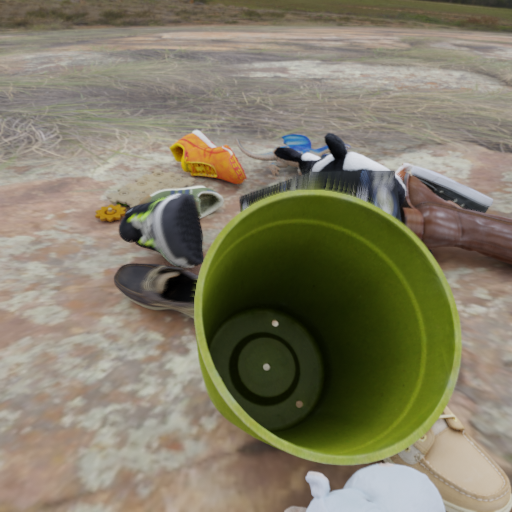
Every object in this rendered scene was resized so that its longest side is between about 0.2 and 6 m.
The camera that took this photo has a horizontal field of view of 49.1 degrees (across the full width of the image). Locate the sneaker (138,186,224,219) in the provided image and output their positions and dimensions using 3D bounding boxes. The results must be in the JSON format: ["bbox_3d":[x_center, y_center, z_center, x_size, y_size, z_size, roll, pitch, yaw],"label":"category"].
[{"bbox_3d":[-1.633,-1.152,12.712,2.031,0.681,0.912,-20,29,-38],"label":"sneaker"}]

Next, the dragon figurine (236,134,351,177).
[{"bbox_3d":[1.044,-2.828,15.600,3.035,0.893,1.509,9,30,15],"label":"dragon figurine"}]

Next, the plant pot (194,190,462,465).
[{"bbox_3d":[0.438,1.025,6.375,2.656,2.557,2.656,5,66,-13],"label":"plant pot"}]

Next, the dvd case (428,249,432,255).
[{"bbox_3d":[2.922,-0.293,11.723,1.379,0.148,1.855,5,29,8],"label":"dvd case"}]

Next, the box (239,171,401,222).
[{"bbox_3d":[1.109,-0.832,10.358,1.931,1.015,2.358,-6,-2,-33],"label":"box"}]

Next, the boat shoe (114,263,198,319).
[{"bbox_3d":[-1.430,0.469,9.315,2.252,0.826,0.839,12,65,21],"label":"boat shoe"}]

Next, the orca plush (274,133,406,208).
[{"bbox_3d":[1.484,-1.543,12.634,1.554,2.300,4.371,-40,42,-6],"label":"orca plush"}]

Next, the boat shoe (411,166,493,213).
[{"bbox_3d":[4.377,-1.448,12.759,1.940,0.549,0.666,27,19,10],"label":"boat shoe"}]

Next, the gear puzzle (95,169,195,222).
[{"bbox_3d":[-2.730,-1.370,13.571,1.433,0.362,2.766,18,36,26],"label":"gear puzzle"}]

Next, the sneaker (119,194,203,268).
[{"bbox_3d":[-1.823,-0.400,10.490,1.502,1.301,3.628,-12,6,-2],"label":"sneaker"}]

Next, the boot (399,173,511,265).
[{"bbox_3d":[4.541,-0.694,11.503,3.205,1.029,2.987,9,32,7],"label":"boot"}]

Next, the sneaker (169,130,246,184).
[{"bbox_3d":[-1.287,-2.454,15.078,1.179,1.116,3.057,-38,38,-16],"label":"sneaker"}]

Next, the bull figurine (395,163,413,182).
[{"bbox_3d":[3.459,-1.792,13.526,0.958,0.582,0.312,-42,28,-11],"label":"bull figurine"}]

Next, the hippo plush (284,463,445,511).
[{"bbox_3d":[0.712,2.517,4.903,2.141,1.722,1.705,-14,32,-24],"label":"hippo plush"}]

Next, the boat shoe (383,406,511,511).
[{"bbox_3d":[1.879,2.006,6.712,0.950,0.892,2.578,-19,34,-31],"label":"boat shoe"}]
